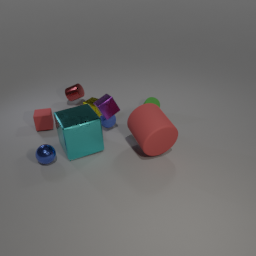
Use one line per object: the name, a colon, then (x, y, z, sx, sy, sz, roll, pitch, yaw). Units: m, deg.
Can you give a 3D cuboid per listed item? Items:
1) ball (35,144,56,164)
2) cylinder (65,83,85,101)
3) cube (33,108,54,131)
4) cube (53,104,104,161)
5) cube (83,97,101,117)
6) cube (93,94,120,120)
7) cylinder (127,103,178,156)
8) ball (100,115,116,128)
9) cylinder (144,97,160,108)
ball: (-2.900, 0.918, 9.876, 0.700, 0.700, 0.700, 0, 31, 0)
cylinder: (-2.606, -1.738, 13.708, 0.700, 0.700, 0.700, -19, 26, 19)
cube: (-3.603, -0.368, 11.976, 0.700, 0.700, 0.700, -7, 31, -9)
cube: (-1.832, 0.121, 10.487, 1.400, 1.400, 1.400, -17, 35, -20)
cube: (-1.575, -0.927, 12.986, 0.700, 0.700, 0.700, 17, 36, 26)
cube: (-0.862, -0.867, 11.344, 0.700, 0.700, 0.700, -37, 27, -8)
cylinder: (0.873, 0.048, 10.160, 1.400, 1.400, 1.400, -13, 45, -21)
ball: (-0.861, -0.363, 12.051, 0.700, 0.700, 0.700, 0, 31, 0)
cylinder: (1.021, -0.950, 12.653, 0.700, 0.700, 0.700, 3, 73, -11)
